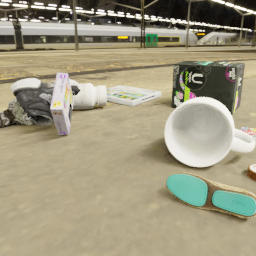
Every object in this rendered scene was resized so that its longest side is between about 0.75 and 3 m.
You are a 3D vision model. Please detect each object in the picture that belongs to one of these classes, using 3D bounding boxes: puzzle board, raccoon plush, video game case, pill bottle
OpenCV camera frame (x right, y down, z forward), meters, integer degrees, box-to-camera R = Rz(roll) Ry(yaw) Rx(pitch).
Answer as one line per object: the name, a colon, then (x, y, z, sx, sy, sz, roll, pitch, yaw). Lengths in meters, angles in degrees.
puzzle board: (4.173, 0.194, 9.379, 0.837, 0.097, 1.111, 10, 22, 28)
raccoon plush: (-4.160, -0.791, 10.795, 2.473, 1.197, 1.657, -4, 12, -12)
video game case: (-0.132, -1.726, 14.573, 2.846, 0.313, 2.595, 15, 24, 34)
pill bottle: (-1.967, -1.394, 12.324, 1.992, 1.139, 1.139, -3, 19, -8)

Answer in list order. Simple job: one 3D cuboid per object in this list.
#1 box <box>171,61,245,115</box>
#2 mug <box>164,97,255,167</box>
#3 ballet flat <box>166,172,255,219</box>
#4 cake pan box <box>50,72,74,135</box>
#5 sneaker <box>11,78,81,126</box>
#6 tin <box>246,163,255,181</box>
box: (3.512, -1.870, 12.351, 2.715, 2.016, 1.687, 11, 22, 28)
mug: (2.285, 0.074, 7.592, 2.253, 1.664, 1.976, 21, 19, 16)
ballet flat: (1.659, 1.337, 5.577, 1.835, 0.647, 0.599, 16, -2, 31)
cake pan box: (-2.091, -0.729, 9.024, 0.410, 1.568, 1.444, 3, 57, -1)
sneaker: (-2.692, -0.892, 9.902, 1.021, 1.540, 2.705, -20, -7, 39)
tin: (3.343, 1.136, 6.488, 0.668, 0.250, 1.192, -7, 20, -31)
